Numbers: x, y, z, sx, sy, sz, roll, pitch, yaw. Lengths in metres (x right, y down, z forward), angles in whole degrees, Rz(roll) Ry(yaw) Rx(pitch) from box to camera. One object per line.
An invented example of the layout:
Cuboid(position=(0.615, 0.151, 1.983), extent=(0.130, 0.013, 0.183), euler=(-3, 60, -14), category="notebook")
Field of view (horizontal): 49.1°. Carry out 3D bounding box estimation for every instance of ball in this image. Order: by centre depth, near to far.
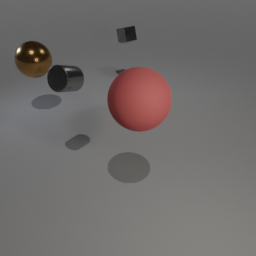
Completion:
Cuboid(position=(0.251, -0.621, 6.123), extent=(1.400, 1.400, 1.400), euler=(0, 32, 0), category="ball")
Cuboid(position=(-3.667, -2.656, 10.888), extent=(1.400, 1.400, 1.400), euler=(0, 32, 0), category="ball")

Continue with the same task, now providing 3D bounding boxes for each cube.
Cuboid(position=(-0.072, -4.665, 14.002), extent=(0.700, 0.700, 0.700), euler=(-22, 23, -28), category="cube")

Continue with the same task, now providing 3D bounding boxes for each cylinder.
Cuboid(position=(-1.645, -1.307, 7.425), extent=(0.700, 0.700, 0.700), euler=(17, 16, 24), category="cylinder")
